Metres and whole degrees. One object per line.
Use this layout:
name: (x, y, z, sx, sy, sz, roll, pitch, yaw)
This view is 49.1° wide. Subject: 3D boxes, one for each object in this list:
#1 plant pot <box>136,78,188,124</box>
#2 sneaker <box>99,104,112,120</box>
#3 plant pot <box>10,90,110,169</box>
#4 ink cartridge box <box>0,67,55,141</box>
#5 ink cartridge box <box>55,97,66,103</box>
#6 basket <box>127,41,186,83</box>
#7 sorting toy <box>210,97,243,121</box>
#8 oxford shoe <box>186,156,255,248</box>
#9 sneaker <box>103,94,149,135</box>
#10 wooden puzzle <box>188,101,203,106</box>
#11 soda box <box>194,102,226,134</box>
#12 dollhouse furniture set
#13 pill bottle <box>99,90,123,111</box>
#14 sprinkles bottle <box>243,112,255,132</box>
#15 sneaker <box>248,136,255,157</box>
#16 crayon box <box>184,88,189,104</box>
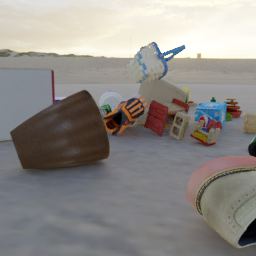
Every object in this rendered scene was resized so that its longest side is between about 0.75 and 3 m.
plant pot: (1.184, -0.907, 9.675, 1.488, 1.680, 1.678, 17, 14, 11)
sneaker: (-1.118, -0.338, 9.254, 0.803, 0.736, 1.885, -17, 10, -35)
plant pot: (-1.297, 0.170, 5.161, 1.494, 1.396, 1.396, -20, 18, -20)
ink cartridge box: (-3.447, -0.804, 8.201, 1.838, 1.847, 2.542, -8, 13, -35)
ink cartridge box: (-3.842, -1.386, 14.973, 2.172, 0.479, 2.212, 3, 10, 11)
basket: (0.520, -1.231, 5.127, 0.944, 0.657, 0.832, -20, 0, -17)
sorting toy: (3.715, -0.797, 11.003, 1.160, 0.793, 1.931, 10, 15, 41)
oxford shoe: (2.022, 0.788, 3.036, 2.630, 0.931, 0.971, -8, 26, -9)
sneaker: (-0.285, -0.307, 8.338, 1.202, 0.832, 2.146, -35, -2, -19)
wooden puzzle: (3.144, -1.403, 15.622, 2.080, 0.243, 1.403, 0, 11, -3)
soda box: (2.646, -0.366, 8.875, 0.708, 0.748, 2.206, 5, 12, 24)
dollhouse furniture set: (1.595, -0.048, 7.684, 1.136, 0.858, 2.110, -10, 32, -43)
pill bottle: (-0.698, -1.040, 11.702, 1.006, 1.006, 1.792, -1, 11, -6)
sprinkles bottle: (4.212, -0.105, 7.960, 1.735, 0.592, 0.592, 5, 12, 26)
sneaker: (2.969, 0.544, 4.718, 0.857, 0.785, 2.047, -28, 20, -22)
crayon box: (2.295, -1.582, 14.600, 1.672, 0.669, 2.634, 3, 20, 17)
